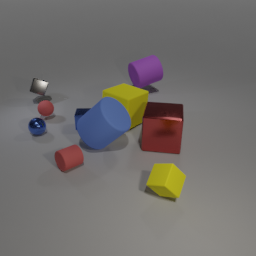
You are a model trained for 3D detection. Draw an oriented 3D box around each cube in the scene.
[{"bbox_3d":[1.075,1.466,7.851,0.700,0.700,0.700,-8,48,47],"label":"cube"},{"bbox_3d":[1.288,-0.041,10.365,1.400,1.400,1.400,5,28,8],"label":"cube"},{"bbox_3d":[-1.824,-0.373,11.718,0.700,0.700,0.700,-1,29,-1],"label":"cube"},{"bbox_3d":[-0.132,-0.929,11.866,1.400,1.400,1.400,23,33,32],"label":"cube"},{"bbox_3d":[-4.352,-2.014,13.655,0.700,0.700,0.700,17,5,-24],"label":"cube"}]

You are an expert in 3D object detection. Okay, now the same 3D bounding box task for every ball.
[{"bbox_3d":[-3.614,-0.069,11.155,0.700,0.700,0.700,0,29,0],"label":"ball"},{"bbox_3d":[-3.611,-0.861,12.305,0.700,0.700,0.700,0,29,0],"label":"ball"}]

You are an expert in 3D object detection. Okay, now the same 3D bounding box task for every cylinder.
[{"bbox_3d":[0.914,-2.956,14.725,1.400,1.400,1.400,-23,34,-15],"label":"cylinder"},{"bbox_3d":[-0.853,-0.158,9.947,1.400,1.400,1.400,-36,10,33],"label":"cylinder"},{"bbox_3d":[-1.936,0.976,9.214,0.700,0.700,0.700,-21,35,-38],"label":"cylinder"}]
